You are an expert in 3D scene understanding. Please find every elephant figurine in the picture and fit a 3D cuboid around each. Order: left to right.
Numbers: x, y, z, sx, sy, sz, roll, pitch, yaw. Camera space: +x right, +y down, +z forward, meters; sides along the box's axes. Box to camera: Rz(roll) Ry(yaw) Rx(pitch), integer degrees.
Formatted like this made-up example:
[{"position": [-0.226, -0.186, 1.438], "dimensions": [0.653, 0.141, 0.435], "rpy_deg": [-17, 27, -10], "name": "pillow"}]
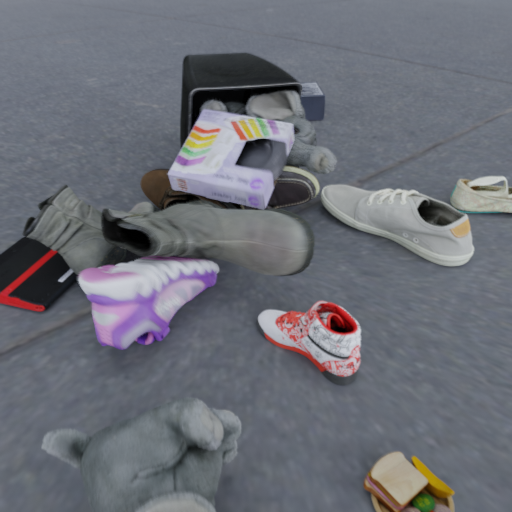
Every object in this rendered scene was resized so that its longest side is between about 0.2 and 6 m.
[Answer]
[{"position": [-0.642, 2.478, 4.702], "dimensions": [1.746, 1.593, 2.251], "rpy_deg": [-25, 48, 13], "name": "elephant figurine"}, {"position": [0.379, -2.252, 11.064], "dimensions": [2.801, 1.982, 2.173], "rpy_deg": [-1, 75, 19], "name": "elephant figurine"}]

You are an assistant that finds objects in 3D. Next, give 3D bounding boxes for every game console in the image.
[{"position": [-3.574, 0.241, 9.107], "dimensions": [1.515, 0.266, 1.714], "rpy_deg": [13, 36, 13], "name": "game console"}]

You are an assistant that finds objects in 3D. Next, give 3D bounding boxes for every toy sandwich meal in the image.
[{"position": [1.572, 2.403, 5.689], "dimensions": [0.908, 0.311, 0.908], "rpy_deg": [0, 33, 0], "name": "toy sandwich meal"}]

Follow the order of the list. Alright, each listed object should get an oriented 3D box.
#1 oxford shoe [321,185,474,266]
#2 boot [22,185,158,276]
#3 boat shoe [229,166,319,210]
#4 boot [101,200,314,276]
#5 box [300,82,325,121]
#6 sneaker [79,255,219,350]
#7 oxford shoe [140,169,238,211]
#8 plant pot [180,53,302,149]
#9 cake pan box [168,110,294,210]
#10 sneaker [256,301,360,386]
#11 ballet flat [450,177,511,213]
[{"position": [2.505, -0.826, 10.111], "dimensions": [1.170, 0.898, 3.111], "rpy_deg": [-28, 42, -34], "name": "oxford shoe"}, {"position": [-2.612, -0.639, 9.163], "dimensions": [0.789, 1.522, 2.330], "rpy_deg": [-35, 17, 33], "name": "boot"}, {"position": [-0.086, -1.064, 10.442], "dimensions": [2.545, 0.931, 0.825], "rpy_deg": [-3, 44, 28], "name": "boat shoe"}, {"position": [-0.796, -0.194, 7.945], "dimensions": [2.908, 0.985, 1.899], "rpy_deg": [14, 17, 41], "name": "boot"}, {"position": [1.200, -4.265, 15.493], "dimensions": [1.205, 0.743, 1.195], "rpy_deg": [-3, 33, -4], "name": "box"}, {"position": [-1.420, 0.618, 7.874], "dimensions": [1.033, 1.135, 2.568], "rpy_deg": [3, 9, 27], "name": "sneaker"}, {"position": [-1.382, -1.032, 10.063], "dimensions": [2.431, 0.883, 1.026], "rpy_deg": [29, 15, 34], "name": "oxford shoe"}, {"position": [-0.594, -3.086, 11.873], "dimensions": [2.255, 2.260, 2.005], "rpy_deg": [-9, 48, -18], "name": "plant pot"}, {"position": [-0.369, -1.688, 9.610], "dimensions": [1.809, 0.473, 1.666], "rpy_deg": [15, 61, 16], "name": "cake pan box"}, {"position": [0.685, 0.899, 7.432], "dimensions": [0.573, 0.919, 1.715], "rpy_deg": [-26, 41, -34], "name": "sneaker"}, {"position": [4.921, -1.167, 10.803], "dimensions": [2.232, 0.696, 0.753], "rpy_deg": [0, 33, 0], "name": "ballet flat"}]
